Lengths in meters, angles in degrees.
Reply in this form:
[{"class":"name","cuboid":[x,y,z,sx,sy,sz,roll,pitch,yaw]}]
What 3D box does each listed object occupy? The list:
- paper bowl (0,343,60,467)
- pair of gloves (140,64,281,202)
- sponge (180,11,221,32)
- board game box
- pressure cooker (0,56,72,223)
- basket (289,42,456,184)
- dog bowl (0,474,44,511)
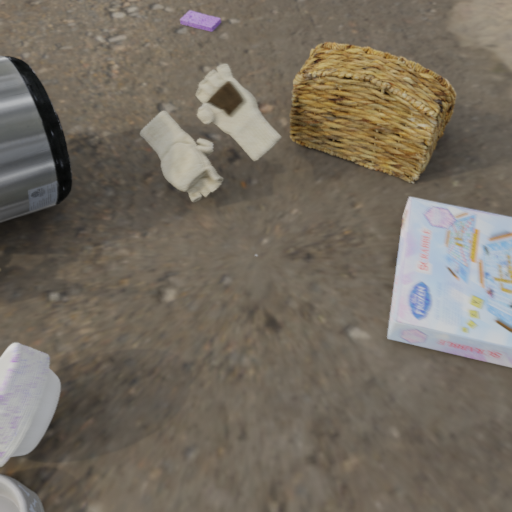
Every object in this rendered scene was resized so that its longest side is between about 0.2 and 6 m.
[{"class":"paper bowl","cuboid":[-2.848,1.787,6.641,0.720,1.384,1.384,28,46,-24]},{"class":"pair of gloves","cuboid":[-0.808,-1.986,9.209,1.961,0.344,1.668,-34,82,8]},{"class":"sponge","cuboid":[-1.338,-5.651,13.481,0.875,0.130,0.488,20,53,16]},{"class":"board game box","cuboid":[3.288,0.365,8.180,2.436,0.502,2.442,13,52,8]},{"class":"pressure cooker","cuboid":[-4.518,-1.559,8.372,2.820,2.480,2.519,-25,35,-28]},{"class":"basket","cuboid":[2.162,-2.922,10.077,2.665,1.902,1.986,23,55,18]},{"class":"dog bowl","cuboid":[-3.082,3.061,6.106,1.441,0.423,1.441,0,51,0]}]
